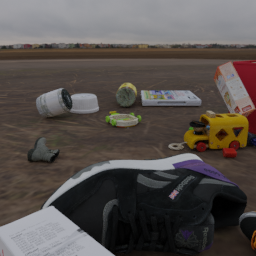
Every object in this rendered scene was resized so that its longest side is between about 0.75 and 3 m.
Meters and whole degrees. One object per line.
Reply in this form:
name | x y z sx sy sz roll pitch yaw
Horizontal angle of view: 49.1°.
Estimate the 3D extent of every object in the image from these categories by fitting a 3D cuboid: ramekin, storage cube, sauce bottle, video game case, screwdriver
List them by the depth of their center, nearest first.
screwdriver | 2.816 0.425 5.707 0.290 0.278 1.994 27 11 -22
storage cube | 3.767 -0.795 7.103 1.669 1.755 1.952 -13 20 -36
ramekin | -1.490 -0.843 9.422 0.996 0.523 0.996 0 16 0
sauce bottle | -0.031 -1.354 10.808 0.747 0.747 2.307 1 14 2
video game case | 1.592 -1.200 11.100 2.122 0.257 2.332 0 16 2

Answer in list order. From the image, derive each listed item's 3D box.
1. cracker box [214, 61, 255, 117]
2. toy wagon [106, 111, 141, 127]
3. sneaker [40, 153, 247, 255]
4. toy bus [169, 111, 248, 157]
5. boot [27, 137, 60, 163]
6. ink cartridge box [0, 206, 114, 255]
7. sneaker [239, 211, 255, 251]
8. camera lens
cracker box | 2.472 -0.834 6.606 0.359 1.243 0.832 -24 -14 6
toy wagon | -0.192 -0.268 8.019 0.870 0.222 1.121 -9 18 -28
sneaker | 0.313 0.887 3.001 2.475 0.937 1.084 -11 25 -33
toy bus | 1.807 0.026 6.052 1.388 0.760 1.471 12 21 36
boot | -1.614 0.457 5.584 0.536 0.278 0.820 5 24 0
ink cartridge box | -0.508 1.174 2.011 0.506 0.865 1.491 -15 22 -41
sneaker | 1.437 1.208 2.659 0.456 0.462 1.180 -10 20 -16
camera lens | -2.191 -0.754 8.449 0.908 0.726 0.726 -16 13 13
